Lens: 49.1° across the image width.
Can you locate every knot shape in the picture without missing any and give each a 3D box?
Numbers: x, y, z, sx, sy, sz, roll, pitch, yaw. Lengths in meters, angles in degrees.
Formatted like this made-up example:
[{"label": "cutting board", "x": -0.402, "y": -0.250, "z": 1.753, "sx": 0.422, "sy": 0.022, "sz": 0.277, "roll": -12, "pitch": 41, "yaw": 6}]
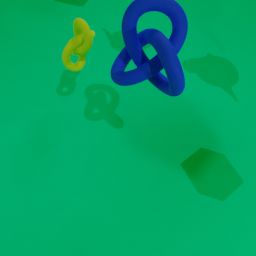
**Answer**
[{"label": "knot shape", "x": -1.037, "y": -1.822, "z": 6.009, "sx": 0.500, "sy": 1.082, "sz": 1.013, "roll": 19, "pitch": 31, "yaw": -14}, {"label": "knot shape", "x": 0.405, "y": -1.105, "z": 4.368, "sx": 0.714, "sy": 1.545, "sz": 1.446, "roll": -14, "pitch": 61, "yaw": -45}]
